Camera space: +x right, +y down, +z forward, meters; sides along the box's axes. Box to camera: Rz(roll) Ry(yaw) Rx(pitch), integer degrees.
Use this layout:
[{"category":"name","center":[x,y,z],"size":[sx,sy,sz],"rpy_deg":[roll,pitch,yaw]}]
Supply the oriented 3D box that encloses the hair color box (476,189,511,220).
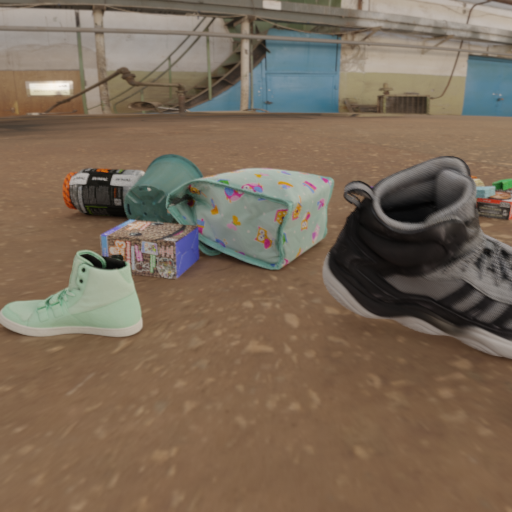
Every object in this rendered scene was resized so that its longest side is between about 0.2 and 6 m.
[{"category":"hair color box","center":[6.128,-1.346,14.103],"size":[0.815,0.492,1.605],"rpy_deg":[11,22,30]}]

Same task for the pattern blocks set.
[{"category":"pattern blocks set","center":[4.801,-1.888,15.182],"size":[3.838,0.311,3.374],"rpy_deg":[4,17,38]}]

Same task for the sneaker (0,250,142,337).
[{"category":"sneaker","center":[-2.557,0.450,7.606],"size":[1.975,1.165,0.727],"rpy_deg":[0,20,4]}]

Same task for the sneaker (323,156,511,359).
[{"category":"sneaker","center":[2.642,0.043,6.661],"size":[3.632,2.067,1.371],"rpy_deg":[11,52,10]}]

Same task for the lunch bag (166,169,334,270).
[{"category":"lunch bag","center":[-0.145,-0.934,11.077],"size":[2.674,1.631,2.278],"rpy_deg":[15,24,23]}]

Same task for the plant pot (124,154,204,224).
[{"category":"plant pot","center":[-2.106,-1.307,12.618],"size":[1.578,1.578,1.546],"rpy_deg":[5,27,14]}]

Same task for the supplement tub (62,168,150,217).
[{"category":"supplement tub","center":[-3.635,-1.545,13.658],"size":[1.888,1.157,1.157],"rpy_deg":[4,19,9]}]

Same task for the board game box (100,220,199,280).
[{"category":"board game box","center":[-1.889,-0.141,10.137],"size":[1.420,0.688,1.132],"rpy_deg":[5,19,14]}]
